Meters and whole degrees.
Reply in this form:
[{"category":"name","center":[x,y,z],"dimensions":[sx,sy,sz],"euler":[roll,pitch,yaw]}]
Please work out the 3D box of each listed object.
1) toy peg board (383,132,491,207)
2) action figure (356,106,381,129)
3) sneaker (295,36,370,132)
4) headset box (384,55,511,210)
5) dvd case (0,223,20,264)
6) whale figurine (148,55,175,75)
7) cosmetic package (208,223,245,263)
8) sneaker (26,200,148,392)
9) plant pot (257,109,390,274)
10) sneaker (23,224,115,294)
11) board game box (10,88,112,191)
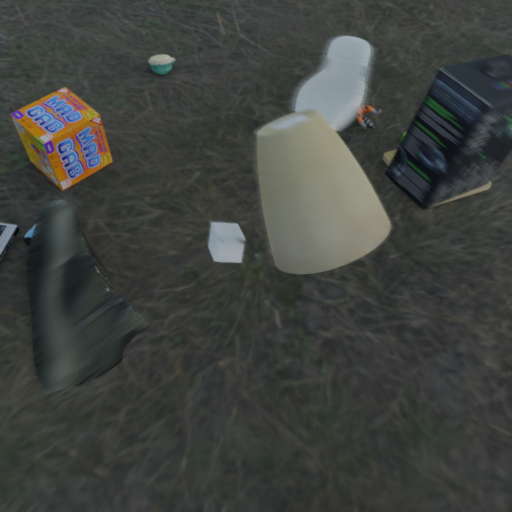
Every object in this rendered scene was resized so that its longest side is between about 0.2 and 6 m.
[{"category":"toy peg board","center":[3.878,-2.042,11.852],"dimensions":[1.684,0.824,1.677],"euler":[-17,54,-13]},{"category":"action figure","center":[2.257,-3.251,13.117],"dimensions":[1.011,0.547,1.045],"euler":[36,87,32]},{"category":"sneaker","center":[1.240,-2.337,9.022],"dimensions":[0.922,1.293,2.608],"euler":[15,50,11]},{"category":"headset box","center":[3.499,-2.106,9.244],"dimensions":[1.951,2.241,1.040],"euler":[-22,58,-33]},{"category":"dvd case","center":[-5.576,-0.213,10.834],"dimensions":[1.579,0.195,1.187],"euler":[8,52,5]},{"category":"whale figurine","center":[-2.424,-4.942,14.422],"dimensions":[0.684,0.446,0.860],"euler":[-5,29,2]},{"category":"cosmetic package","center":[-0.448,-0.202,8.345],"dimensions":[0.419,0.419,0.508],"euler":[3,27,-16]},{"category":"sneaker","center":[-2.022,0.426,6.725],"dimensions":[1.240,0.828,2.165],"euler":[-5,88,-42]},{"category":"plant pot","center":[0.685,-0.915,7.146],"dimensions":[1.602,1.710,1.602],"euler":[-20,22,8]},{"category":"sneaker","center":[-3.475,0.215,10.188],"dimensions":[1.163,1.013,2.585],"euler":[-35,52,-9]},{"category":"board game box","center":[-4.084,-2.479,11.873],"dimensions":[1.311,1.311,1.312],"euler":[-38,61,-25]}]
